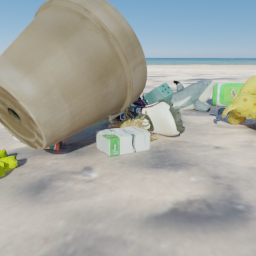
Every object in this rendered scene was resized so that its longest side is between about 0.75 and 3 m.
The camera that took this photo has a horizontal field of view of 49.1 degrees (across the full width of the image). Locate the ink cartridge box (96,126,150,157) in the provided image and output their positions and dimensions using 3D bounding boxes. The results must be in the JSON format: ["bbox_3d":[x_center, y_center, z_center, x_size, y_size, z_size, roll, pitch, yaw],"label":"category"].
[{"bbox_3d":[-0.114,0.292,6.591,1.064,0.442,0.780,-8,16,-27],"label":"ink cartridge box"}]

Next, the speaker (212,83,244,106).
[{"bbox_3d":[4.854,-1.405,11.997,2.354,1.041,1.041,4,15,15],"label":"speaker"}]

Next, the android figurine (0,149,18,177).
[{"bbox_3d":[-2.986,0.730,5.156,1.650,0.339,1.502,-10,18,-41],"label":"android figurine"}]

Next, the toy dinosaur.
[{"bbox_3d":[0.028,-0.126,7.386,1.675,0.847,0.488,16,14,34],"label":"toy dinosaur"}]

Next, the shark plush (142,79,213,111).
[{"bbox_3d":[2.034,-1.395,11.522,2.961,1.233,1.345,0,15,-1],"label":"shark plush"}]

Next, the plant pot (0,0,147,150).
[{"bbox_3d":[-1.409,-0.932,5.715,2.817,2.817,2.445,12,47,38],"label":"plant pot"}]

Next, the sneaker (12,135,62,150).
[{"bbox_3d":[-2.350,-0.082,7.123,1.101,0.829,2.355,3,15,-24],"label":"sneaker"}]

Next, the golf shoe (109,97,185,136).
[{"bbox_3d":[0.496,-0.174,7.830,1.184,1.038,2.689,-28,21,-22],"label":"golf shoe"}]

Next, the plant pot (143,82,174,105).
[{"bbox_3d":[0.983,-0.967,8.639,0.627,0.627,0.887,-32,-10,-29],"label":"plant pot"}]

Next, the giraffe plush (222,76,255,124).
[{"bbox_3d":[3.877,-0.527,8.152,1.537,1.636,1.896,36,19,30],"label":"giraffe plush"}]
